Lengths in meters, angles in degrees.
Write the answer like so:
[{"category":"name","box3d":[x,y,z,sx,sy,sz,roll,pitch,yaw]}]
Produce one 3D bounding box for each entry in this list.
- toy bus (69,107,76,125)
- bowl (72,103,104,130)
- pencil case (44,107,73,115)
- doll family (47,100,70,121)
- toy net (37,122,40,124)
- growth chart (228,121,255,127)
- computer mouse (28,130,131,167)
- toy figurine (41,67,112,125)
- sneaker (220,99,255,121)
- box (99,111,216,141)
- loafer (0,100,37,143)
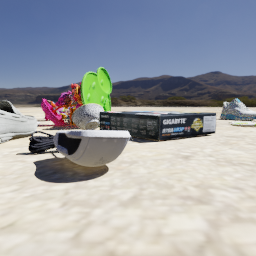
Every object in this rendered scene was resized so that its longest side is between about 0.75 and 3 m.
[{"category":"toy bus","box3d":[-2.203,-0.587,12.900,0.870,0.723,2.221,0,5,-1]},{"category":"bowl","box3d":[-1.284,-0.250,9.467,1.133,0.532,1.133,-17,-34,-12]},{"category":"pencil case","box3d":[-3.915,-0.885,16.035,1.788,0.790,0.790,0,5,17]},{"category":"doll family","box3d":[-3.513,-0.719,14.605,2.179,0.982,1.353,18,-1,2]},{"category":"toy net","box3d":[-3.903,-0.030,9.346,1.839,0.355,0.965,-1,2,-25]},{"category":"growth chart","box3d":[4.887,-0.166,11.674,1.199,0.147,1.656,0,5,6]},{"category":"computer mouse","box3d":[-0.816,0.318,4.724,1.386,0.555,2.528,3,-2,-26]},{"category":"toy figurine","box3d":[-2.300,-1.185,11.729,2.683,2.188,2.915,-10,43,23]},{"category":"sneaker","box3d":[6.007,-0.997,15.153,0.997,1.152,2.660,-1,7,-26]},{"category":"box","box3d":[0.837,-0.171,8.744,2.342,0.678,2.946,-4,7,-36]},{"category":"loafer","box3d":[-3.241,-0.232,7.568,1.033,1.031,2.954,0,5,1]}]
